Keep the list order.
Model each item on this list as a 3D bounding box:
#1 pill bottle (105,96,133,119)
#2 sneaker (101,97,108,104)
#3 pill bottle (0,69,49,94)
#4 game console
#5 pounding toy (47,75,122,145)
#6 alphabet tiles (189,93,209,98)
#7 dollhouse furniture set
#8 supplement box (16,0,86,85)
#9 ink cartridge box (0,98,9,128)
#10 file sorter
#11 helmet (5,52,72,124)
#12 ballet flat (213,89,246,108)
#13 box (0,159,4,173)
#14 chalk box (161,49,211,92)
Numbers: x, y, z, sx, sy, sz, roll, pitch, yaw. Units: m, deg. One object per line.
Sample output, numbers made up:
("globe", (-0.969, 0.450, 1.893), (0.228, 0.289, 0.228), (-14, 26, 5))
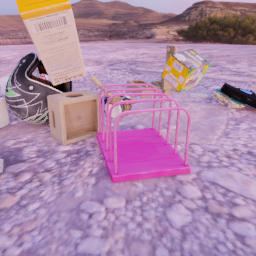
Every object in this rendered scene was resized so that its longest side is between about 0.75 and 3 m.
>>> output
("pill bottle", (-0.256, -0.828, 10.150), (0.668, 0.668, 1.258), (9, 23, 24))
("sneaker", (-0.784, -1.118, 11.408), (0.936, 0.328, 0.365), (18, 34, 42))
("pill bottle", (-4.728, -2.060, 12.844), (1.078, 1.078, 1.947), (17, 27, 39))
("game console", (4.706, -1.401, 11.444), (1.742, 0.356, 2.954), (29, 22, 13))
("pounding toy", (-1.244, -0.690, 8.183), (2.021, 1.776, 0.925), (-16, 26, -36))
("alphabet tiles", (3.249, -1.494, 12.791), (0.824, 0.061, 0.842), (-15, 25, -36))
("dollhouse furniture set", (1.372, -2.858, 13.567), (2.528, 2.060, 2.404), (-7, 22, -19))
("supplement box", (-1.793, -2.442, 6.548), (0.991, 1.698, 2.695), (-18, -17, -8))
("ink cartridge box", (-5.060, -0.389, 8.606), (2.144, 0.938, 1.557), (5, 20, 10))
("file sorter", (0.244, -0.085, 6.862), (1.761, 1.589, 2.534), (-4, 21, -13))
("helmet", (-2.834, -1.101, 8.932), (2.133, 2.133, 2.033), (-2, 62, -5))
("ballet flat", (3.948, -1.073, 11.021), (0.530, 0.448, 1.400), (-20, 46, -40))
("box", (-3.602, 0.835, 5.651), (1.268, 0.335, 1.626), (6, 5, 17))
("chalk box", (1.653, -1.608, 7.658), (1.219, 0.755, 0.758), (-22, 58, -37))
